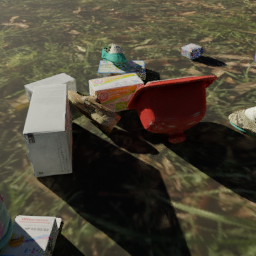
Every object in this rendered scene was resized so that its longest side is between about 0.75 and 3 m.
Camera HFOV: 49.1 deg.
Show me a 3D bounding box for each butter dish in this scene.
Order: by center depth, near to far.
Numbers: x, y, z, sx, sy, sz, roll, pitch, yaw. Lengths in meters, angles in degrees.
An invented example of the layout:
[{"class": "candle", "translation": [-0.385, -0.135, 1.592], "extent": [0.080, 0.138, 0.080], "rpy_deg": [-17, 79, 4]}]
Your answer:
[{"class": "butter dish", "translation": [1.244, -0.388, 7.888], "extent": [2.226, 2.219, 1.645], "rpy_deg": [-9, 81, -10]}]

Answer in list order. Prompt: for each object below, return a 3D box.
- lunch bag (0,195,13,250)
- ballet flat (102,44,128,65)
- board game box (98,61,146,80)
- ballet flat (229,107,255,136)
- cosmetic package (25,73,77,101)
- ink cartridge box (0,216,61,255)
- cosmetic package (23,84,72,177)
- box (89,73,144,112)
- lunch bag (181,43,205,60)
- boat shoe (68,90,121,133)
[{"class": "lunch bag", "translation": [-3.625, 1.835, 4.716], "extent": [2.402, 1.155, 2.996], "rpy_deg": [14, 38, 42]}, {"class": "ballet flat", "translation": [-0.632, -3.209, 12.040], "extent": [0.736, 0.769, 2.186], "rpy_deg": [-5, 20, -22]}, {"class": "board game box", "translation": [-0.245, -2.437, 11.763], "extent": [1.916, 0.328, 1.288], "rpy_deg": [0, 36, 1]}, {"class": "ballet flat", "translation": [4.016, -0.011, 7.642], "extent": [0.999, 1.109, 2.944], "rpy_deg": [-15, 37, -20]}, {"class": "cosmetic package", "translation": [-2.746, -1.396, 10.068], "extent": [1.607, 0.573, 0.815], "rpy_deg": [-28, 44, -34]}, {"class": "ink cartridge box", "translation": [-1.791, 2.102, 5.201], "extent": [0.786, 0.463, 1.364], "rpy_deg": [2, 35, 2]}, {"class": "cosmetic package", "translation": [-2.032, -0.041, 7.469], "extent": [0.996, 1.386, 2.456], "rpy_deg": [-7, 37, -9]}, {"class": "box", "translation": [-0.395, -1.156, 9.411], "extent": [1.680, 0.945, 0.851], "rpy_deg": [-12, 36, -15]}, {"class": "lunch bag", "translation": [3.095, -3.657, 13.320], "extent": [0.880, 0.560, 0.746], "rpy_deg": [-29, 42, -20]}, {"class": "boat shoe", "translation": [-1.095, -0.639, 8.607], "extent": [2.032, 0.724, 0.655], "rpy_deg": [37, 81, 22]}]
